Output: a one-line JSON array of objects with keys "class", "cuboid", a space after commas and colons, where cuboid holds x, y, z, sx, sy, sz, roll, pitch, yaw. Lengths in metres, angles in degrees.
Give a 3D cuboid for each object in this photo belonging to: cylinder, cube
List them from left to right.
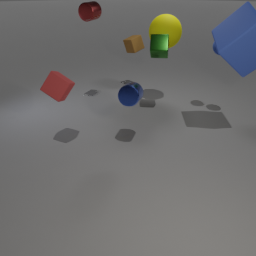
[{"class": "cube", "cuboid": [-2.210, -1.319, 8.856, 0.700, 0.700, 0.700, 34, 9, -3]}, {"class": "cylinder", "cuboid": [-1.525, -4.693, 11.257, 0.700, 0.700, 0.700, 12, 31, 21]}, {"class": "cylinder", "cuboid": [0.096, -1.109, 9.163, 0.700, 0.700, 0.700, 7, 20, 13]}, {"class": "cube", "cuboid": [0.300, -4.304, 14.355, 0.700, 0.700, 0.700, -35, 31, -26]}, {"class": "cube", "cuboid": [1.253, -3.237, 11.111, 0.700, 0.700, 0.700, 3, -10, 9]}, {"class": "cube", "cuboid": [3.756, -2.805, 8.965, 1.400, 1.400, 1.400, 32, 40, -27]}]

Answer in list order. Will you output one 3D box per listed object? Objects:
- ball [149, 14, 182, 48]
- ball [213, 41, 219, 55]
[{"class": "ball", "cuboid": [1.581, -4.084, 11.886, 1.400, 1.400, 1.400, 0, 28, 0]}, {"class": "ball", "cuboid": [3.728, -3.250, 11.130, 0.700, 0.700, 0.700, 0, 28, 0]}]
